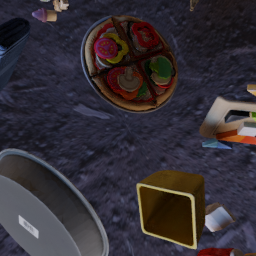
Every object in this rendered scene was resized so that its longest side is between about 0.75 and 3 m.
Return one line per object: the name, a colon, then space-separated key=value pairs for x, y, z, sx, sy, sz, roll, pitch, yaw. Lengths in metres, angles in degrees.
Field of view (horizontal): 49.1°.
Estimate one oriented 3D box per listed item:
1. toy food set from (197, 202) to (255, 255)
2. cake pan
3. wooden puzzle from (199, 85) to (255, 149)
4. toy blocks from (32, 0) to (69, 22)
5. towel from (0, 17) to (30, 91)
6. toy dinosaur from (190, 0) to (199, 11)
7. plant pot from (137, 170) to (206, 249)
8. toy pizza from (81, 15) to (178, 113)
toy food set: x=2.017 y=2.196 z=5.721 sx=2.455 sy=1.105 sz=1.172 roll=50 pitch=53 yaw=5
cake pan: x=-1.533 y=1.572 z=4.863 sx=2.639 sy=2.639 sz=0.484 roll=36 pitch=45 yaw=11
wooden puzzle: x=2.181 y=-0.041 z=5.073 sx=1.615 sy=2.394 sz=0.280 roll=7 pitch=64 yaw=10
toy blocks: x=-2.455 y=-3.579 z=6.474 sx=1.668 sy=1.852 sz=1.982 roll=-9 pitch=78 yaw=-32
towel: x=-3.100 y=-1.555 z=6.629 sx=0.568 sy=2.339 sz=1.306 roll=38 pitch=46 yaw=-12
toy dinosaur: x=2.323 y=-3.901 z=6.958 sx=2.187 sy=1.106 sz=0.636 roll=-36 pitch=84 yaw=3
plant pot: x=0.894 y=1.267 z=4.953 sx=1.015 sy=1.038 sz=1.008 roll=5 pitch=111 yaw=34
toy pizza: x=0.177 y=-1.730 z=7.162 sx=2.752 sy=0.436 sz=2.752 roll=7 pitch=73 yaw=-23
